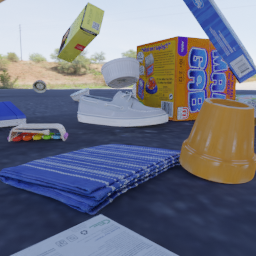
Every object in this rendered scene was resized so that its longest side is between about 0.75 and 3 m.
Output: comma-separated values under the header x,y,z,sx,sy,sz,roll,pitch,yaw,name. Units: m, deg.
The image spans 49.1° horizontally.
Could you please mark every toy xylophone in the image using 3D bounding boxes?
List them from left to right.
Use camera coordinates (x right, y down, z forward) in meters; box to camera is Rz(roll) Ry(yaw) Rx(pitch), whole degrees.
x,y,z,sx,sy,sz,roll,pitch,yaw,name
-1.901,0.111,5.831,1.226,0.308,0.898,1,10,4,toy xylophone

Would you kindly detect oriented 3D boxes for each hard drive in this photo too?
x,y,z,sx,sy,sz,roll,pitch,yaw,name
-4.228,-0.326,7.478,2.466,0.313,1.627,-8,24,-36,hard drive

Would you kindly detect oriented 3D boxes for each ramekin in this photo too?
x,y,z,sx,sy,sz,roll,pitch,yaw,name
-0.139,-1.111,5.820,0.816,0.380,0.816,-10,-12,-2,ramekin

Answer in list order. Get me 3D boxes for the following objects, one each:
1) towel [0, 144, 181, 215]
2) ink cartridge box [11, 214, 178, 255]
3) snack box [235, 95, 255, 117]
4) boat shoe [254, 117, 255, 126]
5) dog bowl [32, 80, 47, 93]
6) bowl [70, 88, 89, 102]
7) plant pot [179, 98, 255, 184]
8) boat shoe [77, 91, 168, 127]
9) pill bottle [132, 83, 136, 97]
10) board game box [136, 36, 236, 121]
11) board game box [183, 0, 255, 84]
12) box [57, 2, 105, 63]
x,y,z,sx,sy,sz,roll,pitch,yaw,name
-0.341,0.528,3.778,1.578,0.260,2.180,5,8,34,towel
-0.196,0.883,1.522,1.001,0.217,0.983,12,15,43,ink cartridge box
5.157,-0.742,9.641,2.737,0.725,1.946,3,10,19,snack box
3.218,-0.224,7.928,0.887,0.314,0.307,9,9,-1,boat shoe
-9.127,-4.364,29.058,1.430,1.430,0.527,-1,38,-4,dog bowl
-2.787,-1.917,16.706,1.228,0.552,1.228,-20,17,7,bowl
1.232,0.102,3.684,0.979,0.897,0.979,5,17,-2,plant pot
-0.205,-0.586,8.039,2.773,0.950,0.998,5,11,29,boat shoe
1.106,-1.726,13.129,1.518,1.518,2.655,-2,10,-14,pill bottle
1.954,-1.691,9.853,2.513,2.513,2.515,-5,11,-26,board game box
1.532,-1.565,4.587,0.338,1.556,1.548,-34,4,29,board game box
-1.572,-2.921,8.900,0.594,0.892,2.370,19,-19,-28,box
